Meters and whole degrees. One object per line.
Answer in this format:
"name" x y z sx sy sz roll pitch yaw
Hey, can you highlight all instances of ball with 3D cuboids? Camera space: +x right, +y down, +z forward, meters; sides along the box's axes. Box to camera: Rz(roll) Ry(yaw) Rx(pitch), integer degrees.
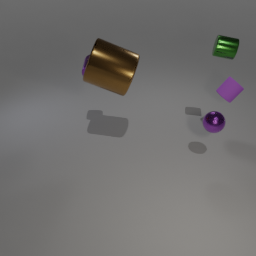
"ball" 2.727 -0.187 8.882 0.700 0.700 0.700 0 32 0

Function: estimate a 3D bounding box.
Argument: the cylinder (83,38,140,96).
"cylinder" -0.532 -1.885 8.756 1.400 1.400 1.400 20 31 -9

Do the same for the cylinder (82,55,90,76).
"cylinder" -1.240 -2.126 9.895 0.700 0.700 0.700 1 48 1

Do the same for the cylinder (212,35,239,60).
"cylinder" 3.294 -2.727 9.477 0.700 0.700 0.700 13 34 5

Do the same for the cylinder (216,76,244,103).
"cylinder" 3.752 -1.412 10.315 0.700 0.700 0.700 34 23 -17
